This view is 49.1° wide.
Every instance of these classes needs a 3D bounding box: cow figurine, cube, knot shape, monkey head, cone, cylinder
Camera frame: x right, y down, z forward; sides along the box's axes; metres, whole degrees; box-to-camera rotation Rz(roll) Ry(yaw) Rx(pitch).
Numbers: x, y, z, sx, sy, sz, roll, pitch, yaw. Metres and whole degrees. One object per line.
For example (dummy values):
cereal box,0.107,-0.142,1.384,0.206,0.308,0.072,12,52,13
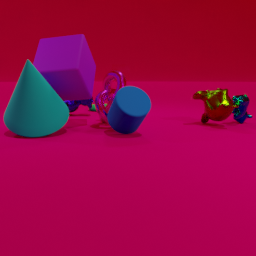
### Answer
cow figurine,3.484,-0.598,8.593,0.990,1.007,0.553,-14,40,-34
cube,-1.747,-1.659,7.925,1.297,1.297,1.297,-3,-31,10
cow figurine,-2.033,-0.931,10.427,1.421,0.780,1.399,-23,9,-41
knot shape,-0.460,-0.910,8.460,0.812,1.645,1.758,6,7,5
monkey head,2.482,-0.659,8.209,1.118,0.936,1.553,1,-16,-20
cone,-2.265,-0.916,6.671,1.620,1.626,1.620,4,44,-4
cylinder,0.012,-0.432,6.947,0.888,0.888,0.888,-4,-28,-22

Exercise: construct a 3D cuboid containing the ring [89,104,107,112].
ring,-1.137,-0.894,12.276,1.188,0.238,1.188,0,10,0
